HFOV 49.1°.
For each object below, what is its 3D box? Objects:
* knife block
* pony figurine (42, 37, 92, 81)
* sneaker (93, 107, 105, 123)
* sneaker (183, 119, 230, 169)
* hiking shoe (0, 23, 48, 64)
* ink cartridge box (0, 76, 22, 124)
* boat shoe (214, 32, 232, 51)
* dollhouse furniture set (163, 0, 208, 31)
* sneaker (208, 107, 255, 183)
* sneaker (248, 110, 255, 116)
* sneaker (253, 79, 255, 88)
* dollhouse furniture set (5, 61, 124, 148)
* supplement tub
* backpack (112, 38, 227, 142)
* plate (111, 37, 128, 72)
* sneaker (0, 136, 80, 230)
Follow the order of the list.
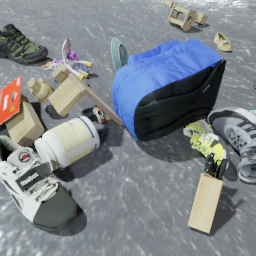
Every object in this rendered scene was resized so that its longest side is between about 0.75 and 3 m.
[{"bbox_3d":[1.862,1.367,6.419,0.503,1.379,1.571,15,44,17],"label":"knife block"},{"bbox_3d":[-2.309,-2.521,11.000,1.652,1.376,1.595,21,53,1],"label":"pony figurine"},{"bbox_3d":[-0.949,-0.517,9.258,0.279,0.371,0.793,-15,45,-15],"label":"sneaker"},{"bbox_3d":[2.222,0.513,7.953,0.756,0.746,1.979,-15,33,-6],"label":"sneaker"},{"bbox_3d":[-4.769,-3.637,11.928,2.812,1.415,1.065,12,43,13],"label":"hiking shoe"},{"bbox_3d":[-4.223,-0.753,8.832,1.822,0.457,2.100,-34,42,12],"label":"ink cartridge box"},{"bbox_3d":[4.430,-4.027,13.100,0.503,0.430,1.372,-9,43,-10],"label":"boat shoe"},{"bbox_3d":[2.973,-5.975,15.149,1.692,1.064,1.913,-3,35,-41],"label":"dollhouse furniture set"},{"bbox_3d":[3.182,0.458,7.639,2.801,1.057,1.594,34,50,29],"label":"sneaker"},{"bbox_3d":[3.770,-0.290,8.639,1.985,0.857,0.770,22,46,22],"label":"sneaker"},{"bbox_3d":[5.474,-1.732,10.440,1.590,0.592,0.673,-4,42,-5],"label":"sneaker"},{"bbox_3d":[-2.154,-0.394,9.061,2.586,2.107,2.459,-45,50,4],"label":"dollhouse furniture set"},{"bbox_3d":[-1.652,0.412,7.697,1.493,1.082,1.082,-30,50,-29],"label":"supplement tub"},{"bbox_3d":[0.952,-1.105,8.474,2.978,2.420,2.499,-29,51,-17],"label":"backpack"},{"bbox_3d":[-0.216,-2.601,10.606,0.216,1.688,1.688,-9,39,19],"label":"plate"},{"bbox_3d":[-2.370,1.213,6.675,2.977,1.317,1.103,30,49,27],"label":"sneaker"}]
